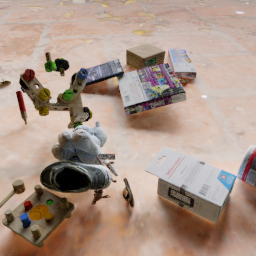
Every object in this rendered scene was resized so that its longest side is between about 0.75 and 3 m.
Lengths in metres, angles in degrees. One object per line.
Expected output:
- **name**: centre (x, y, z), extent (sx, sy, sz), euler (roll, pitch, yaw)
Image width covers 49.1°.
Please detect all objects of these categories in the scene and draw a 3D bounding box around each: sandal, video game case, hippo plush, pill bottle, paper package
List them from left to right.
- **hippo plush**: centre (-1.103, 0.328, 7.788), extent (1.778, 1.416, 1.429), euler (1, 37, 9)
- **video game case**: centre (-1.217, -2.392, 12.141), extent (1.962, 0.186, 1.401), euler (-18, 37, 1)
- **sandal**: centre (-0.030, 1.636, 7.063), extent (0.259, 0.388, 0.950), euler (-18, 39, -4)
- **paper package**: centre (0.823, -3.384, 13.360), extent (1.452, 0.751, 1.384), euler (-25, 44, -31)
- **video game case**: centre (0.803, -1.593, 10.907), extent (2.278, 0.450, 2.513), euler (-15, 38, 1)
- **pill bottle**: centre (3.817, 1.221, 7.079), extent (1.820, 1.007, 1.007), euler (25, 44, 28)

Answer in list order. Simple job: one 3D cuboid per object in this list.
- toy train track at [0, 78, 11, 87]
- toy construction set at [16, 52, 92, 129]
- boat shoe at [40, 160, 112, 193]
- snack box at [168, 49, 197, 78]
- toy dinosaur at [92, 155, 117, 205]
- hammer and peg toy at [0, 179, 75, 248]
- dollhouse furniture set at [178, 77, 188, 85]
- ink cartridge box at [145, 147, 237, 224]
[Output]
- **toy train track**: centre (-6.059, -1.658, 11.385), extent (2.465, 0.401, 1.414), euler (-25, 44, -30)
- **toy construction set**: centre (-2.436, -0.703, 9.067), extent (2.723, 2.092, 2.271), euler (-22, -12, 30)
- **boat shoe**: centre (-1.466, 1.139, 6.687), extent (2.245, 0.809, 0.796), euler (-10, -11, 34)
- **snack box**: centre (2.548, -3.151, 13.395), extent (0.971, 0.328, 2.701), euler (0, 37, 0)
- **toy dinosaur**: centre (-0.617, 1.289, 6.874), extent (0.508, 1.184, 0.802), euler (5, 30, 10)
- **hammer and peg toy**: centre (-2.255, 1.923, 6.487), extent (1.704, 0.601, 1.253), euler (16, 40, 28)
- **dollhouse furniture set**: centre (2.042, -1.989, 11.935), extent (0.901, 0.366, 0.485), euler (3, 33, -25)
- **ink cartridge box**: centre (1.536, 1.371, 7.140), extent (2.008, 0.681, 1.165), euler (23, 43, 27)
